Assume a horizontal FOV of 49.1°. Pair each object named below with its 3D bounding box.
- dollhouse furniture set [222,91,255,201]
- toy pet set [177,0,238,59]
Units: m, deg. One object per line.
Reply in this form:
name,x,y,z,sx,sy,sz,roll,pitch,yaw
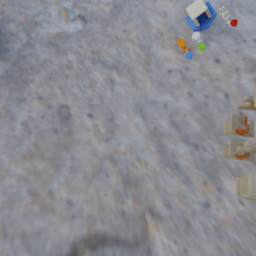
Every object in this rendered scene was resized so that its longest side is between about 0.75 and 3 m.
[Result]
dollhouse furniture set,2.102,0.293,4.183,0.832,1.615,1.598,8,71,1
toy pet set,2.238,-2.904,8.252,1.610,0.855,1.504,-33,66,22
